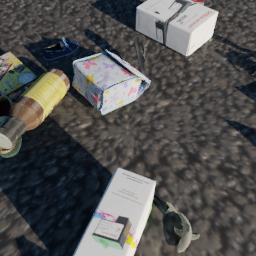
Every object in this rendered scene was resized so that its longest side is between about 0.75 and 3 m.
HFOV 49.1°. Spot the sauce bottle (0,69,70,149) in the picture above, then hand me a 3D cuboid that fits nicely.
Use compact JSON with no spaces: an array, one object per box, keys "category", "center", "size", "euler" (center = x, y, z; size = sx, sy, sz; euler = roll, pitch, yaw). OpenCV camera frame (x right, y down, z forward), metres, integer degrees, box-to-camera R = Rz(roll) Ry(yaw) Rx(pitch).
[{"category":"sauce bottle","center":[-2.506,-0.561,7.392],"size":[0.866,0.866,2.677],"euler":[17,46,12]}]

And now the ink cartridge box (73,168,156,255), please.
[{"category":"ink cartridge box","center":[-0.232,2.024,5.300],"size":[0.846,1.460,2.016],"euler":[19,56,13]}]

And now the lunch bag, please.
[{"category":"lunch bag","center":[-0.466,-1.462,8.124],"size":[1.813,1.152,1.537],"euler":[-25,57,-34]}]

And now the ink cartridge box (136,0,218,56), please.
[{"category":"ink cartridge box","center":[1.689,-3.770,9.919],"size":[2.334,0.983,1.688],"euler":[35,61,23]}]

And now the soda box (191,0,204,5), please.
[{"category":"soda box","center":[2.243,-4.937,11.116],"size":[1.460,0.463,0.511],"euler":[9,53,7]}]

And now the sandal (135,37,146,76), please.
[{"category":"sandal","center":[0.448,-2.202,8.666],"size":[0.266,0.472,1.242],"euler":[-12,86,6]}]

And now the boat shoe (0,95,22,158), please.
[{"category":"boat shoe","center":[-3.256,-0.083,7.401],"size":[0.687,0.616,1.856],"euler":[-15,55,-11]}]

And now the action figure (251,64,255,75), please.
[{"category":"action figure","center":[4.928,-1.963,8.580],"size":[2.016,1.029,1.198],"euler":[1,64,-2]}]

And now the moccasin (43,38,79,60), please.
[{"category":"moccasin","center":[-2.243,-2.697,9.459],"size":[1.300,0.443,0.523],"euler":[-34,60,-23]}]

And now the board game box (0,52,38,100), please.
[{"category":"board game box","center":[-3.727,-1.646,8.771],"size":[1.141,0.291,1.684],"euler":[-37,62,-24]}]

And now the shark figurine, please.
[{"category":"shark figurine","center":[1.190,2.039,5.964],"size":[0.600,0.419,1.004],"euler":[-11,56,-9]}]
